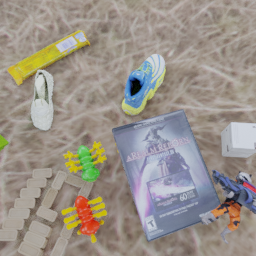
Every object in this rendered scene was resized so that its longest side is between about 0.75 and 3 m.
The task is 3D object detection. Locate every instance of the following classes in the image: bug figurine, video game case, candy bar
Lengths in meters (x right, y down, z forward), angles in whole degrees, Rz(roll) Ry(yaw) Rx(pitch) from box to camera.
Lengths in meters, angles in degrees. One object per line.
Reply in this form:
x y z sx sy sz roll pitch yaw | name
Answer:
-0.205 1.312 6.887 2.955 0.760 2.292 -16 76 -11 | bug figurine
0.907 1.007 6.601 1.898 0.252 2.657 -16 77 -12 | video game case
-2.339 -2.192 8.480 2.637 0.292 0.658 -33 77 -12 | candy bar

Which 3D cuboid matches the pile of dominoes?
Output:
-2.012 2.075 6.969 1.658 0.339 2.127 19 62 8 | pile of dominoes

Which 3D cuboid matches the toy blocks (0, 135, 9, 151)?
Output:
-2.978 0.956 4.150 1.090 2.182 1.492 40 117 2 | toy blocks

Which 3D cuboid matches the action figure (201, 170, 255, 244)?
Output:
1.933 1.377 5.523 1.400 0.732 1.354 42 80 -9 | action figure

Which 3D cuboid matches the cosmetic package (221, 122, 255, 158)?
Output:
2.879 0.326 7.232 0.694 0.842 0.694 3 69 1 | cosmetic package

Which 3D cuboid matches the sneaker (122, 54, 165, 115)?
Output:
0.506 -1.375 7.733 0.800 1.109 2.112 22 71 8 | sneaker

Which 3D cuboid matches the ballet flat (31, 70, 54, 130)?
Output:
-2.439 -0.831 7.816 0.646 0.646 1.800 -5 70 -2 | ballet flat
